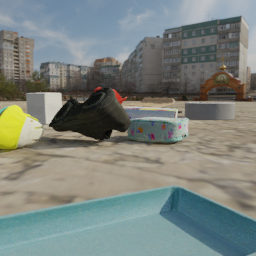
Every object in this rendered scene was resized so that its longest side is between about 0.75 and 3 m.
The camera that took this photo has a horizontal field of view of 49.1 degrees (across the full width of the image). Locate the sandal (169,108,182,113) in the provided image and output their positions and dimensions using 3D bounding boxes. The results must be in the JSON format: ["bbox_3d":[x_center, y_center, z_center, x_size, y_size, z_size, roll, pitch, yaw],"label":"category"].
[{"bbox_3d":[2.445,-0.964,15.283,1.053,0.287,0.430,2,7,19],"label":"sandal"}]

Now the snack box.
[{"bbox_3d":[0.677,-0.433,9.541,1.945,0.515,1.383,4,6,12],"label":"snack box"}]

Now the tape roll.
[{"bbox_3d":[3.391,-0.737,11.687,2.017,0.666,2.017,1,6,0],"label":"tape roll"}]

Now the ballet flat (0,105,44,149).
[{"bbox_3d":[-1.996,0.002,5.311,0.762,0.760,2.274,18,-1,-14],"label":"ballet flat"}]

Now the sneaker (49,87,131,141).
[{"bbox_3d":[-0.833,-0.111,5.718,2.125,0.807,0.964,-6,-45,47],"label":"sneaker"}]

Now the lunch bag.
[{"bbox_3d":[0.670,0.018,5.968,1.229,0.474,0.986,4,6,27],"label":"lunch bag"}]

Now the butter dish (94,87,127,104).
[{"bbox_3d":[-1.020,-1.147,11.336,1.428,1.056,1.425,-29,-1,-43],"label":"butter dish"}]

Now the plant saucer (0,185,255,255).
[{"bbox_3d":[-0.660,0.688,1.168,2.921,0.277,1.021,-4,8,-27],"label":"plant saucer"}]

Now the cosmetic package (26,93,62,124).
[{"bbox_3d":[-2.858,-0.688,9.604,0.855,1.037,0.855,3,7,27],"label":"cosmetic package"}]

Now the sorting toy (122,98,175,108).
[{"bbox_3d":[0.453,-0.855,12.704,2.573,0.469,2.382,-19,16,-31],"label":"sorting toy"}]
